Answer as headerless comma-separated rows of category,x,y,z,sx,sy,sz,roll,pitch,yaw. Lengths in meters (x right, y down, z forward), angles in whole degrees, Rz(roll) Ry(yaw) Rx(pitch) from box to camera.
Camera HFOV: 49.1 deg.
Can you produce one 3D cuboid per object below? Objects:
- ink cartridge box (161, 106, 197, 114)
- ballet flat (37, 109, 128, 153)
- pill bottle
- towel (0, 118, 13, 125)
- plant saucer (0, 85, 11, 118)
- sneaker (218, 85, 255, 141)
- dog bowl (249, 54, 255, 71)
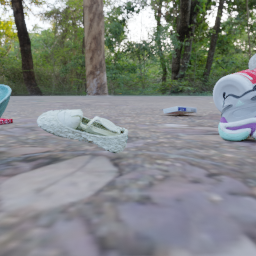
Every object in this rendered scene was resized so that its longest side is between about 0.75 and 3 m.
ink cartridge box,1.869,-0.631,10.478,0.991,0.219,1.009,0,-6,-34
ballet flat,-0.550,-0.038,3.708,1.227,0.440,0.440,19,4,-13
pill bottle,3.993,-1.249,9.157,2.366,1.328,1.328,-20,18,-35
towel,-3.885,-0.164,7.711,0.845,0.131,1.168,4,8,21
plant saucer,-2.691,-0.034,3.834,2.266,0.407,2.266,-9,25,4
sneaker,2.612,-0.385,5.056,1.832,1.281,0.712,2,9,17
dog bowl,3.437,-1.031,5.300,2.140,0.627,2.140,11,44,-11
